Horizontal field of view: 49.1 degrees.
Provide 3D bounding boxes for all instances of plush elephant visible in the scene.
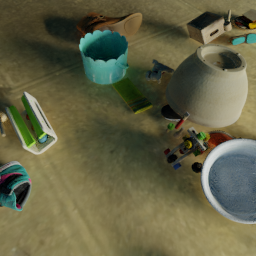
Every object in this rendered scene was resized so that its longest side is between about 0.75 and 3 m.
[{"bbox_3d":[1.252,-2.269,11.733,0.896,1.088,0.842,21,87,47],"label":"plush elephant"}]

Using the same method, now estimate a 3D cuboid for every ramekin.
[{"bbox_3d":[3.255,1.561,8.105,2.307,1.125,2.307,-4,70,10],"label":"ramekin"}]

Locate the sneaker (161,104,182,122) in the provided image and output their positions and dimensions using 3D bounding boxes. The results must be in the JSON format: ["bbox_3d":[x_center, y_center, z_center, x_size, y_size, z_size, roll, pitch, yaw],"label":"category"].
[{"bbox_3d":[2.413,-0.943,10.535,2.364,1.035,0.895,-7,52,-6],"label":"sneaker"}]

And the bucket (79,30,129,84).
[{"bbox_3d":[-0.977,-2.997,11.937,2.165,1.409,2.165,0,52,0],"label":"bucket"}]

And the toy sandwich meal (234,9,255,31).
[{"bbox_3d":[6.281,-5.610,14.566,1.519,0.520,1.519,0,52,0],"label":"toy sandwich meal"}]

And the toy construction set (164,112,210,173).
[{"bbox_3d":[2.040,0.295,8.928,1.616,1.489,1.937,3,53,-23],"label":"toy construction set"}]

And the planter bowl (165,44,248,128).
[{"bbox_3d":[3.079,-1.765,10.292,3.001,2.020,3.001,6,47,-6],"label":"planter bowl"}]

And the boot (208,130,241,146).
[{"bbox_3d":[3.271,0.618,9.459,1.583,0.594,0.849,21,55,35],"label":"boot"}]

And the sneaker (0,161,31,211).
[{"bbox_3d":[-3.796,2.099,8.226,1.410,0.976,2.335,27,55,31],"label":"sneaker"}]

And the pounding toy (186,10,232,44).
[{"bbox_3d":[4.107,-4.700,13.125,1.763,0.918,2.007,-33,41,-3],"label":"pounding toy"}]

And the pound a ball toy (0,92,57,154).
[{"bbox_3d":[-3.714,-0.089,10.056,1.601,1.043,2.455,-40,58,2],"label":"pound a ball toy"}]

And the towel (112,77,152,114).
[{"bbox_3d":[0.149,-1.362,11.427,0.828,0.174,1.924,-24,55,-19],"label":"towel"}]

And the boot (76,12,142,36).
[{"bbox_3d":[-0.921,-5.246,14.082,2.269,1.121,2.922,36,67,30],"label":"boot"}]

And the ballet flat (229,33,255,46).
[{"bbox_3d":[5.640,-4.355,13.660,1.585,0.537,0.573,-13,34,-6],"label":"ballet flat"}]
